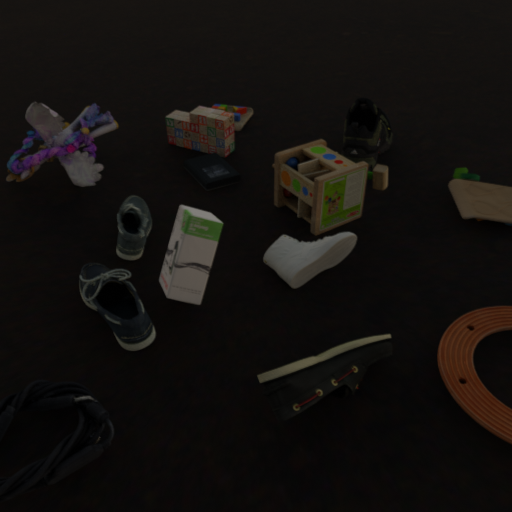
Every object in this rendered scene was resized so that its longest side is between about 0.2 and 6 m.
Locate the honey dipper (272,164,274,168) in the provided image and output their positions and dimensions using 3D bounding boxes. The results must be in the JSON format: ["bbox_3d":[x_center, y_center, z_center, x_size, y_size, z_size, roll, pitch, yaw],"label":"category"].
[{"bbox_3d":[0.808,-2.221,13.364,0.902,0.171,0.171,-12,39,-11],"label":"honey dipper"}]

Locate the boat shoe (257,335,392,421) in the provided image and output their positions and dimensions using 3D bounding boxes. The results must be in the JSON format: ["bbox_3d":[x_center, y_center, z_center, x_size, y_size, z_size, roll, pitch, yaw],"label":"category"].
[{"bbox_3d":[1.084,1.646,7.862,2.279,0.834,0.714,-14,76,-34],"label":"boat shoe"}]

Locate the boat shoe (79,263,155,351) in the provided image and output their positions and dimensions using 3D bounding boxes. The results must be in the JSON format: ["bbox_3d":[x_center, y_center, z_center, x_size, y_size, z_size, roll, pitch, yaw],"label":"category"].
[{"bbox_3d":[-2.360,0.652,9.122,0.833,0.688,2.224,-22,41,-21],"label":"boat shoe"}]

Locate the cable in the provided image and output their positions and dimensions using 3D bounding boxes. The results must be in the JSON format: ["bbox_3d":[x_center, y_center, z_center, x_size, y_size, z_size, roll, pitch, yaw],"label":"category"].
[{"bbox_3d":[-2.917,2.292,7.138,1.953,0.496,1.593,-26,44,-29],"label":"cable"}]

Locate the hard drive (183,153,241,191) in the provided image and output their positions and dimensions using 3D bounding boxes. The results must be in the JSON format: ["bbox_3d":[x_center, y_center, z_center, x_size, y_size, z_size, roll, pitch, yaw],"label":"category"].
[{"bbox_3d":[-1.035,-1.980,12.986,0.885,0.208,1.268,-19,42,-23],"label":"hard drive"}]

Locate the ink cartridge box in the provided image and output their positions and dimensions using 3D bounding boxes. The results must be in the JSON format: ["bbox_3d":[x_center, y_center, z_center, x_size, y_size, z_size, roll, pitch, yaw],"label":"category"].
[{"bbox_3d":[-1.092,-0.030,9.177,0.588,1.399,1.018,14,9,-20],"label":"ink cartridge box"}]

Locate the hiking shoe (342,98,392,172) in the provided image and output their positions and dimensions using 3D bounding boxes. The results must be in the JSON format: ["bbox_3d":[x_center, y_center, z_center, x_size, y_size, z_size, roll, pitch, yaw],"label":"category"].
[{"bbox_3d":[2.758,-3.173,13.524,1.092,1.452,2.884,11,39,14],"label":"hiking shoe"}]

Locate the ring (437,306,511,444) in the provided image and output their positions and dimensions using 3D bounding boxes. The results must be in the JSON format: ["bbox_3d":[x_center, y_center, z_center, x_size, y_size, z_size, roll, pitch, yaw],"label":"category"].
[{"bbox_3d":[4.040,1.746,8.062,2.794,0.268,2.794,1,37,-1],"label":"ring"}]

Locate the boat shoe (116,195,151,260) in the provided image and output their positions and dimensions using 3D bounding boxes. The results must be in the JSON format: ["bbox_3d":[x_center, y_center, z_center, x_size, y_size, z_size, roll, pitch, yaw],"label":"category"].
[{"bbox_3d":[-2.370,-0.702,10.910,0.682,0.579,1.873,7,38,-12],"label":"boat shoe"}]

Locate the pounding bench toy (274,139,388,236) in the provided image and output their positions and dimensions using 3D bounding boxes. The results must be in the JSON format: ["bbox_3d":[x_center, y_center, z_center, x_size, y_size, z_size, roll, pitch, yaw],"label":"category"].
[{"bbox_3d":[1.538,-1.598,11.633,2.005,1.246,1.564,-22,42,-26],"label":"pounding bench toy"}]

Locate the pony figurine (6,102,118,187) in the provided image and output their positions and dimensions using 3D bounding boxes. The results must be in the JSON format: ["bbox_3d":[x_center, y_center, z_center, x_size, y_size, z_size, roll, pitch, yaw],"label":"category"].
[{"bbox_3d":[-4.318,-2.545,12.692,2.368,2.043,2.453,-13,28,41],"label":"pony figurine"}]

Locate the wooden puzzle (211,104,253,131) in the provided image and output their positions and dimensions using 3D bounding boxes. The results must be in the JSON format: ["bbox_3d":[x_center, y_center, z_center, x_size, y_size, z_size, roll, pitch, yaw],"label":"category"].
[{"bbox_3d":[-0.820,-3.888,15.420,1.228,0.307,1.326,9,38,11],"label":"wooden puzzle"}]

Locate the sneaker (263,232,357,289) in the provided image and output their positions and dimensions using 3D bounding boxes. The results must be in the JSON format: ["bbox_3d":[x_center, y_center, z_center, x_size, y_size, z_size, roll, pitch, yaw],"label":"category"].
[{"bbox_3d":[0.954,-0.164,10.252,1.734,0.639,1.002,-28,48,-30],"label":"sneaker"}]

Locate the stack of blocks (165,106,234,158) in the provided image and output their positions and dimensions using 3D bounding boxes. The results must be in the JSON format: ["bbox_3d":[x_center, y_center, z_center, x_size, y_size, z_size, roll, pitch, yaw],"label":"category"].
[{"bbox_3d":[-1.394,-3.151,13.892,1.704,0.981,0.499,17,40,22],"label":"stack of blocks"}]

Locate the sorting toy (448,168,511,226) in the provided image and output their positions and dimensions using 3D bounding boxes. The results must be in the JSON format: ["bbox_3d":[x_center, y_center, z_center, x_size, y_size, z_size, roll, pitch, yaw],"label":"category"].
[{"bbox_3d":[4.962,-1.278,11.976,1.585,0.316,2.145,5,37,0],"label":"sorting toy"}]
